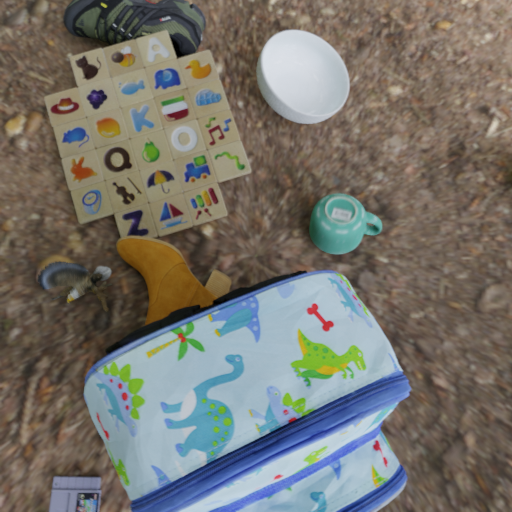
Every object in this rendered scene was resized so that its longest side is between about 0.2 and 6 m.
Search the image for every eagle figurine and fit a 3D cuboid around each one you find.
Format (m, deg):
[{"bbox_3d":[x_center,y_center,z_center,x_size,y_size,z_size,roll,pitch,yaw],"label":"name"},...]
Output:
[{"bbox_3d":[-2.725,0.453,8.492,0.942,0.711,0.715,14,101,19],"label":"eagle figurine"}]

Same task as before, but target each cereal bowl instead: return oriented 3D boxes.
[{"bbox_3d":[0.752,-3.074,9.926,1.688,0.703,1.688,6,74,-20],"label":"cereal bowl"}]

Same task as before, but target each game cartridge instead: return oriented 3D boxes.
[{"bbox_3d":[-2.505,3.579,7.672,0.672,0.199,1.037,-1,68,4],"label":"game cartridge"}]

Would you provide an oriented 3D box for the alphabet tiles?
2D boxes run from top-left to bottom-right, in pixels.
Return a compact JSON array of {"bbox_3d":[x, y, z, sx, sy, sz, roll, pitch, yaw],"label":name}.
[{"bbox_3d":[-1.857,-2.058,9.486,2.969,0.113,3.568,-18,79,-3],"label":"alphabet tiles"}]

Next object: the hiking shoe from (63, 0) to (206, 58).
[{"bbox_3d":[-2.295,-4.096,10.303,2.648,1.003,1.333,3,66,1],"label":"hiking shoe"}]

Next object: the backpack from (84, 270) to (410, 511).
[{"bbox_3d":[0.057,1.898,6.410,3.415,3.732,2.743,-24,70,-9],"label":"backpack"}]

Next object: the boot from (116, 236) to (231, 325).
[{"bbox_3d":[-1.444,0.598,8.431,2.017,0.710,1.444,22,53,2],"label":"boot"}]

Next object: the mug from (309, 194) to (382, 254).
[{"bbox_3d":[1.403,-0.599,9.034,1.075,0.665,0.883,-27,65,-13],"label":"mug"}]
